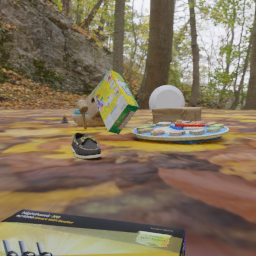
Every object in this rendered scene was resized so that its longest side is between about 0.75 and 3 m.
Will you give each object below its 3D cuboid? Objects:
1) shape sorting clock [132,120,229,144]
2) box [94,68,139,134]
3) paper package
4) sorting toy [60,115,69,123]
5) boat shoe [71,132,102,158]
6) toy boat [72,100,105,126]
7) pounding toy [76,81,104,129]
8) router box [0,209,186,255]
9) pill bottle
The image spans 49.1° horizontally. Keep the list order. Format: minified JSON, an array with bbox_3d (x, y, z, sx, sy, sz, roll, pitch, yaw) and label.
[{"bbox_3d":[1.047,0.027,5.767,1.955,0.384,1.955,0,4,0],"label":"shape sorting clock"},{"bbox_3d":[-0.293,-0.571,5.549,0.306,0.743,1.266,14,36,-38],"label":"box"},{"bbox_3d":[1.518,-0.323,8.599,1.164,0.632,1.221,4,7,38],"label":"paper package"},{"bbox_3d":[-2.501,-0.356,11.039,0.315,0.313,0.909,-1,4,-11],"label":"sorting toy"},{"bbox_3d":[-0.597,0.232,3.873,0.326,0.275,0.914,-2,5,-25],"label":"boat shoe"},{"bbox_3d":[-1.338,-0.558,9.907,1.603,0.886,1.907,-3,6,-32],"label":"toy boat"},{"bbox_3d":[-0.913,-0.654,7.897,1.375,0.716,1.565,-45,-29,21],"label":"pounding toy"},{"bbox_3d":[-0.217,0.504,0.935,0.765,0.200,0.602,1,5,16],"label":"router box"},{"bbox_3d":[1.730,-1.119,12.687,1.550,1.550,2.768,0,5,4],"label":"pill bottle"}]
